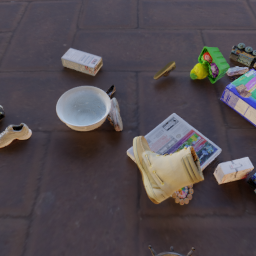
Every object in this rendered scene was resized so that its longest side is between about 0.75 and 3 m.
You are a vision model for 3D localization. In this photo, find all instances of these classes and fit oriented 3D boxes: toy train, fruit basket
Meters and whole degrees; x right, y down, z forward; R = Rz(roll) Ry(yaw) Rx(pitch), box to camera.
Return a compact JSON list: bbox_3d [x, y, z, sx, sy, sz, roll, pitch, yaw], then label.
[{"bbox_3d":[5.949,-3.659,14.224,1.573,0.670,0.897,34,73,20],"label":"toy train"},{"bbox_3d":[3.731,-2.901,13.277,1.666,1.202,1.666,2,66,-5],"label":"fruit basket"}]

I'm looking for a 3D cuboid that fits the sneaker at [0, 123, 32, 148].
[{"bbox_3d":[-4.799,0.210,11.236,1.658,0.763,0.628,-21,56,-15],"label":"sneaker"}]

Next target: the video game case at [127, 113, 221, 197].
[{"bbox_3d":[1.782,0.934,10.906,2.742,0.315,2.499,-37,62,-21],"label":"video game case"}]

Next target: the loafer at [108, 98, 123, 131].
[{"bbox_3d":[-0.628,-0.524,11.949,0.574,0.656,1.824,-18,47,8],"label":"loafer"}]

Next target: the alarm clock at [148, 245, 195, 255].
[{"bbox_3d":[1.237,4.603,7.868,1.607,0.793,2.382,-1,69,11],"label":"alarm clock"}]

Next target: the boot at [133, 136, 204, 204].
[{"bbox_3d":[1.303,1.019,9.538,1.981,0.928,2.549,-33,52,21],"label":"boot"}]

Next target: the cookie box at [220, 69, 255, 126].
[{"bbox_3d":[5.685,-1.283,12.256,2.004,0.880,2.343,-32,60,-23],"label":"cookie box"}]

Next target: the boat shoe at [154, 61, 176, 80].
[{"bbox_3d":[1.818,-2.676,13.446,1.349,0.443,0.482,-43,26,-15],"label":"boat shoe"}]

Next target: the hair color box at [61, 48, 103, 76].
[{"bbox_3d":[-2.284,-3.310,13.976,1.813,0.550,0.898,19,56,15],"label":"hair color box"}]

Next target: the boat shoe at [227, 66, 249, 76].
[{"bbox_3d":[5.357,-2.846,13.761,1.085,0.390,0.356,-13,59,0],"label":"boat shoe"}]

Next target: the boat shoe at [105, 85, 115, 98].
[{"bbox_3d":[-0.892,-1.601,12.868,0.344,0.293,1.028,21,56,15],"label":"boat shoe"}]

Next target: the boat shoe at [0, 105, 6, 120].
[{"bbox_3d":[-6.143,-0.349,11.686,1.960,0.699,0.590,-27,54,-22],"label":"boat shoe"}]

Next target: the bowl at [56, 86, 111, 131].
[{"bbox_3d":[-1.792,-0.650,11.727,2.211,0.994,2.211,0,54,0],"label":"bowl"}]

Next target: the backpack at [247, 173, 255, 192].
[{"bbox_3d":[4.883,2.034,9.972,0.859,0.633,0.941,-21,57,-16],"label":"backpack"}]

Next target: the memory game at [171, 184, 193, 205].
[{"bbox_3d":[1.897,2.169,9.783,1.023,0.065,1.023,7,77,-30],"label":"memory game"}]

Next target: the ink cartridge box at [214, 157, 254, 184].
[{"bbox_3d":[3.825,1.563,10.187,1.138,0.834,0.471,-12,55,-8],"label":"ink cartridge box"}]
